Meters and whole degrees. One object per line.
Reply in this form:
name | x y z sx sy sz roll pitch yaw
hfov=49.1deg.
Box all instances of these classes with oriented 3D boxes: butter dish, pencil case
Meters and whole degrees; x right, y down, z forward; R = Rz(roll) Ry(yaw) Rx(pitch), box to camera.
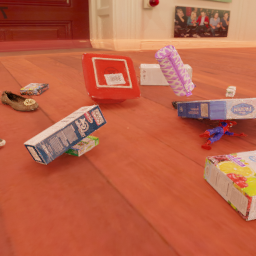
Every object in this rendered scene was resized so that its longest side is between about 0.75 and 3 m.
butter dish | -0.888 -1.889 12.179 2.322 1.716 2.316 -2 62 -21
pencil case | 1.496 -1.759 8.875 0.725 1.728 0.739 -31 32 13

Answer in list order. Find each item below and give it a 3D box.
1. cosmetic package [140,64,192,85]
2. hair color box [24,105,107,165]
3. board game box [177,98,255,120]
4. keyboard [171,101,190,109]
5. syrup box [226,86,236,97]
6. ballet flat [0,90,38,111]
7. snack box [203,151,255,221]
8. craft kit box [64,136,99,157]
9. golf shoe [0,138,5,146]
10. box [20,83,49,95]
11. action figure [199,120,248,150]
cosmetic package | 2.067 -2.988 15.649 2.754 0.981 1.397 1 22 2
hair color box | -1.607 0.133 7.310 1.950 0.590 0.975 -37 20 -29
board game box | 3.427 -0.660 9.331 2.801 0.611 2.815 -4 5 -8
keyboard | 2.826 -0.956 11.593 1.896 0.243 1.138 -1 22 -1
syrup box | 4.933 -1.751 13.429 0.333 0.344 0.846 9 23 24
ballet flat | -4.590 -1.166 11.662 2.399 0.556 0.808 18 28 38
snack box | 3.041 1.064 5.993 2.278 0.603 1.620 -5 22 -13
craft kit box | -1.524 0.442 8.104 0.997 0.242 0.985 12 27 27
golf shoe | -4.177 0.331 8.183 1.329 0.513 0.585 20 11 32
box | -4.648 -1.952 14.026 0.963 0.266 1.410 1 22 3
action figure | 2.929 0.128 8.355 0.882 0.582 1.783 1 18 39
